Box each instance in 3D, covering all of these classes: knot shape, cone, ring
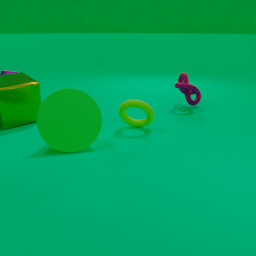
[{"bbox_3d":[2.355,-1.446,10.809,0.626,1.268,1.355,-38,16,17],"label":"knot shape"},{"bbox_3d":[-1.632,-0.191,7.884,1.631,1.631,1.637,-5,0,-12],"label":"cone"},{"bbox_3d":[0.250,-0.428,8.519,1.116,1.116,0.223,5,52,13],"label":"ring"}]

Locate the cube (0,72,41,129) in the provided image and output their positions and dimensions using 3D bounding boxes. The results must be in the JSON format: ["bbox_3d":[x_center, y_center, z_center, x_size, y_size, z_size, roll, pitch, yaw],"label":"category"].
[{"bbox_3d":[-3.732,-0.936,9.123,1.330,1.330,1.330,-19,35,-37],"label":"cube"}]

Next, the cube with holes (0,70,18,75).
[{"bbox_3d":[-4.811,-1.825,11.771,0.856,0.856,0.856,30,16,18],"label":"cube with holes"}]
